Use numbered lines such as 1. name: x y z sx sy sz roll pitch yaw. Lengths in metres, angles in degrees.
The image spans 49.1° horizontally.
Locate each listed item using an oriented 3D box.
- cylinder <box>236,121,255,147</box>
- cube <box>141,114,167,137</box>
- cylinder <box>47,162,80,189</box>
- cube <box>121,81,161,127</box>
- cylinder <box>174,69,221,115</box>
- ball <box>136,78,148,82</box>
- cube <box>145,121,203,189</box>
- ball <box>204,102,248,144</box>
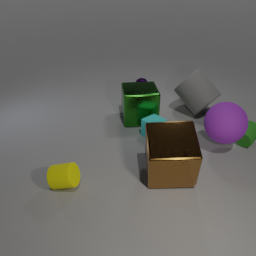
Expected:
1. cylinder: 4.233 0.211 9.965 0.700 0.700 0.700 27 56 38
2. cube: 0.971 -0.018 10.503 0.700 0.700 0.700 -23 37 -34
3. cylinder: -1.824 1.364 7.967 0.700 0.700 0.700 -9 28 16
4. cube: 0.481 -0.991 11.465 1.400 1.400 1.400 -3 31 -5
5. cylinder: 2.924 -1.517 11.832 1.400 1.400 1.400 51 46 5
6. ball: 0.683 -2.166 14.072 0.700 0.700 0.700 0 31 0
7. cube: 1.235 0.774 8.090 1.400 1.400 1.400 -2 47 1
8. ball: 3.256 -0.173 9.342 1.400 1.400 1.400 0 31 0
